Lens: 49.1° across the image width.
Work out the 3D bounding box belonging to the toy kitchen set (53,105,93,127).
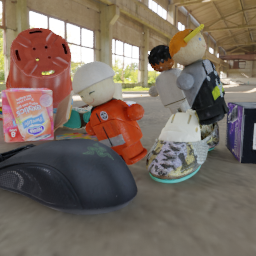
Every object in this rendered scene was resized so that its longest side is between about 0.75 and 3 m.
[{"bbox_3d":[-1.778,-0.603,9.623,1.624,0.957,1.301,-2,9,-16],"label":"toy kitchen set"}]

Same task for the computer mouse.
[{"bbox_3d":[-1.115,0.470,3.748,2.639,0.696,1.827,5,9,28],"label":"computer mouse"}]

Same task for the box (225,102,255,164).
[{"bbox_3d":[2.414,0.034,5.466,0.725,1.028,1.390,1,8,8],"label":"box"}]

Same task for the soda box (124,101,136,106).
[{"bbox_3d":[-0.352,-0.820,12.115,0.555,0.593,1.743,6,11,35],"label":"soda box"}]

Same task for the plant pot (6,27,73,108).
[{"bbox_3d":[-3.290,-2.192,10.638,2.718,2.718,2.643,-3,-17,-20],"label":"plant pot"}]

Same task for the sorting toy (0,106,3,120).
[{"bbox_3d":[-4.845,-0.701,11.804,1.338,0.469,2.775,1,10,10],"label":"sorting toy"}]

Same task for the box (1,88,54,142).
[{"bbox_3d":[-2.761,-0.461,7.811,1.178,1.277,2.488,-3,11,-19],"label":"box"}]

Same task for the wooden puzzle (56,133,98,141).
[{"bbox_3d":[-1.247,0.240,7.072,1.404,0.099,0.833,9,13,44],"label":"wooden puzzle"}]

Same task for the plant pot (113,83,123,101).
[{"bbox_3d":[-0.870,-1.596,14.330,1.564,1.431,1.564,0,9,0],"label":"plant pot"}]

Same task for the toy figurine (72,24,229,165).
[{"bbox_3d":[0.294,-0.666,5.159,2.446,1.728,2.485,-26,8,-2],"label":"toy figurine"}]

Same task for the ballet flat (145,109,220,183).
[{"bbox_3d":[1.039,0.144,5.071,0.989,0.989,2.749,5,10,27],"label":"ballet flat"}]

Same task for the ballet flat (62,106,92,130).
[{"bbox_3d":[-1.229,-0.306,8.390,1.958,0.703,0.703,2,9,29],"label":"ballet flat"}]

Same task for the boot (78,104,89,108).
[{"bbox_3d":[-2.489,-0.799,12.541,1.592,0.511,1.484,-3,7,10],"label":"boot"}]

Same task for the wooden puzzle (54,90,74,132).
[{"bbox_3d":[-1.814,-0.446,7.920,0.193,0.960,1.038,22,-33,-28],"label":"wooden puzzle"}]
